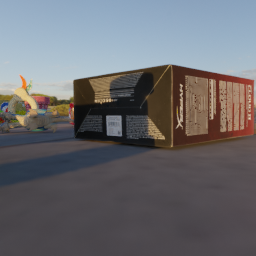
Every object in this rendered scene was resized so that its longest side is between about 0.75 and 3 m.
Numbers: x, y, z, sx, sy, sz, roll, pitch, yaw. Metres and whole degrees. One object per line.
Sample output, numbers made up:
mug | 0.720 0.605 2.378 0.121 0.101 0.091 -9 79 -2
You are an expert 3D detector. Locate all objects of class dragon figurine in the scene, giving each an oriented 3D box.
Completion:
dragon figurine | -1.786 -0.154 5.655 1.622 0.477 0.806 -4 5 -39

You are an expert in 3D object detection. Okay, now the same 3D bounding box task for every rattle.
rattle | -3.355 -0.927 9.507 1.062 1.632 1.165 1 3 21

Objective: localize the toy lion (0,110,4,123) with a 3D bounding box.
toy lion | -4.549 -0.339 8.717 1.260 0.433 1.208 -18 -19 25

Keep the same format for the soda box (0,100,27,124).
soda box | -4.732 -0.563 9.876 0.723 0.684 2.136 -25 -13 38

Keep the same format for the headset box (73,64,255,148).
headset box | 0.646 -0.288 4.138 2.333 0.901 1.736 -5 6 -44

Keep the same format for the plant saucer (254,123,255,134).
plant saucer | 2.081 -0.010 5.650 1.236 0.200 1.236 -1 2 0

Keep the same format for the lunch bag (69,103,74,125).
lunch bag | -0.722 -0.349 7.832 1.764 0.723 1.554 0 8 -21

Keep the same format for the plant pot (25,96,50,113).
plant pot | -3.990 -0.790 12.046 1.234 1.104 1.234 -1 3 0
